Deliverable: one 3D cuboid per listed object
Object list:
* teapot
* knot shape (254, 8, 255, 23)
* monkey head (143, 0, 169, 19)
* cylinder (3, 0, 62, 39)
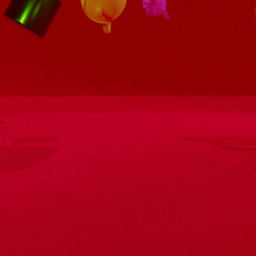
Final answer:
[{"bbox_3d":[-0.477,-2.319,5.074,0.850,0.669,1.367,2,-31,9],"label":"teapot"},{"bbox_3d":[3.100,-2.045,5.046,1.573,0.777,1.681,36,-12,18],"label":"knot shape"},{"bbox_3d":[0.941,-4.151,9.241,0.731,1.212,0.872,-23,0,-13],"label":"monkey head"},{"bbox_3d":[-2.768,-3.458,8.172,1.231,1.231,1.231,29,3,-1],"label":"cylinder"}]
